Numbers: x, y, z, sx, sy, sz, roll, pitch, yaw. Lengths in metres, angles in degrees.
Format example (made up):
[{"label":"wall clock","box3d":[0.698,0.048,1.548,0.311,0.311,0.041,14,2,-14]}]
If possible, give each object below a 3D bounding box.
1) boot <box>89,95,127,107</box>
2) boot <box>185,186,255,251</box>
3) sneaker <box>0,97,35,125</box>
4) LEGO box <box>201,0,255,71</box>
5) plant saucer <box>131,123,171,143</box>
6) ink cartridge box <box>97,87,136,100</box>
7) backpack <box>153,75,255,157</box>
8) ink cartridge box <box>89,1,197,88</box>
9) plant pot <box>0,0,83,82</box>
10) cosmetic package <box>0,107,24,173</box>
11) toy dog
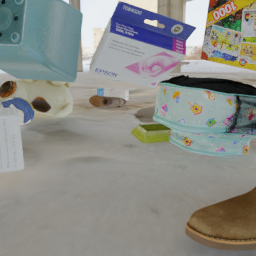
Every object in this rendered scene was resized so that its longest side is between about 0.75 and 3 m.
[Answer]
[{"label":"boot","box3d":[-0.897,-1.220,13.018,1.580,0.555,1.155,13,13,43]},{"label":"boot","box3d":[1.807,0.821,3.556,2.530,0.955,0.931,-7,9,-23]},{"label":"sneaker","box3d":[-4.180,-0.342,8.820,2.559,0.963,1.128,-3,21,22]},{"label":"LEGO box","box3d":[3.372,-2.595,7.693,2.370,1.765,0.914,23,35,35]},{"label":"plant saucer","box3d":[0.796,0.100,7.981,1.181,0.283,1.179,-4,15,-15]},{"label":"ink cartridge box","box3d":[-0.594,-1.787,14.842,1.902,0.645,1.095,2,14,10]},{"label":"backpack","box3d":[1.736,-0.324,6.433,2.305,1.767,2.026,11,10,-22]},{"label":"ink cartridge box","box3d":[0.368,-2.240,8.268,2.432,0.536,2.477,9,-30,-22]},{"label":"plant pot","box3d":[-2.370,-2.223,6.639,1.864,1.869,1.903,6,0,14]},{"label":"cosmetic package","box3d":[-3.284,0.301,5.283,2.364,1.202,0.875,-7,16,-24]},{"label":"toy dog","box3d":[-3.489,-1.098,10.521,2.589,1.807,2.510,-4,52,-20]}]
